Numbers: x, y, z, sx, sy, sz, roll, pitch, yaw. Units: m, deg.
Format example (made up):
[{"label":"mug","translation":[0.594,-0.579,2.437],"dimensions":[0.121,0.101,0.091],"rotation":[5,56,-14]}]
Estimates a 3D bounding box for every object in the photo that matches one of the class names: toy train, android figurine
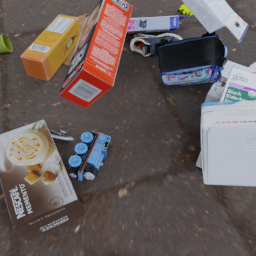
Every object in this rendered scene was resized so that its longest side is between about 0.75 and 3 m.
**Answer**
[{"label":"toy train","translation":[-1.068,0.779,7.900],"dimensions":[0.877,0.666,1.536],"rotation":[18,55,6]},{"label":"android figurine","translation":[2.802,-5.496,12.960],"dimensions":[0.939,0.193,0.854],"rotation":[-25,56,-17]}]

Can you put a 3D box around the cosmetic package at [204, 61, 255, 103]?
[{"label":"cosmetic package","translation":[3.744,-1.334,9.583],"dimensions":[1.539,0.527,2.041],"rotation":[26,57,16]}]

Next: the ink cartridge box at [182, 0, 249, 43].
[{"label":"ink cartridge box","translation":[1.896,-2.802,6.436],"dimensions":[1.994,0.405,1.990],"rotation":[48,38,-3]}]

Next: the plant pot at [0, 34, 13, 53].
[{"label":"plant pot","translation":[-5.073,-3.216,10.976],"dimensions":[0.769,0.719,0.719],"rotation":[-17,53,4]}]

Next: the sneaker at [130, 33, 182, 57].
[{"label":"sneaker","translation":[1.060,-3.149,10.801],"dimensions":[2.038,0.799,0.809],"rotation":[8,47,21]}]

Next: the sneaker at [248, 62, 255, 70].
[{"label":"sneaker","translation":[5.086,-1.968,10.049],"dimensions":[1.479,0.576,0.735],"rotation":[7,56,6]}]

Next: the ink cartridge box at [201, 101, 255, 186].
[{"label":"ink cartridge box","translation":[2.400,0.167,5.516],"dimensions":[1.852,1.084,2.562],"rotation":[-1,13,16]}]

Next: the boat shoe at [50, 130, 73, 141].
[{"label":"boat shoe","translation":[-2.016,0.210,8.523],"dimensions":[0.772,0.285,0.264],"rotation":[10,83,17]}]

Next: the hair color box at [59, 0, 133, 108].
[{"label":"hair color box","translation":[-0.755,-1.962,6.929],"dimensions":[0.814,1.350,2.660],"rotation":[27,56,-25]}]

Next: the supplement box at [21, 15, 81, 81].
[{"label":"supplement box","translation":[-2.809,-3.139,10.687],"dimensions":[0.990,0.958,2.878],"rotation":[16,54,15]}]

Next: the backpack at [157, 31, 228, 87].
[{"label":"backpack","translation":[2.294,-2.209,9.447],"dimensions":[2.069,2.266,1.525],"rotation":[-2,93,31]}]

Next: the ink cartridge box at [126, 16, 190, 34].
[{"label":"ink cartridge box","translation":[0.937,-4.109,11.198],"dimensions":[2.727,0.572,1.627],"rotation":[-7,16,-3]}]

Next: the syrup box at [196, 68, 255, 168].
[{"label":"syrup box","translation":[2.978,-0.151,7.914],"dimensions":[1.144,1.183,2.904],"rotation":[20,69,15]}]

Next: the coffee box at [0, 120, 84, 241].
[{"label":"coffee box","translation":[-2.388,1.250,7.250],"dimensions":[1.528,1.065,2.671],"rotation":[-22,56,-16]}]
